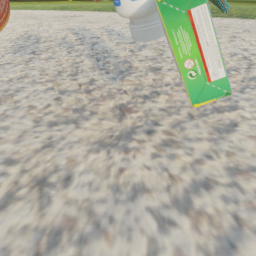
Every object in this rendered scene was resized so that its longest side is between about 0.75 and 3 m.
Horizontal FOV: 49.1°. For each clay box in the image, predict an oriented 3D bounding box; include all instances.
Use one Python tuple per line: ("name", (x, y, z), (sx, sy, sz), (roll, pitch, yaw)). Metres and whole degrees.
("clay box", (0.975, -1.594, 4.777), (0.645, 1.557, 2.710), (-19, 24, 14))

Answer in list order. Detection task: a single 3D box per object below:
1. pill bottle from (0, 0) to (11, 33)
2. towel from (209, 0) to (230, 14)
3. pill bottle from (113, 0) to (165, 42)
("pill bottle", (-3.125, -2.722, 5.049), (1.539, 1.539, 2.743), (-8, 1, -15))
("towel", (1.857, -4.162, 7.633), (1.644, 0.243, 2.241), (29, 27, -46))
("pill bottle", (0.262, -3.358, 6.207), (1.462, 2.604, 1.462), (-13, 32, 8))
